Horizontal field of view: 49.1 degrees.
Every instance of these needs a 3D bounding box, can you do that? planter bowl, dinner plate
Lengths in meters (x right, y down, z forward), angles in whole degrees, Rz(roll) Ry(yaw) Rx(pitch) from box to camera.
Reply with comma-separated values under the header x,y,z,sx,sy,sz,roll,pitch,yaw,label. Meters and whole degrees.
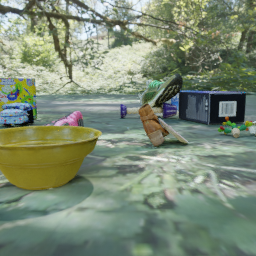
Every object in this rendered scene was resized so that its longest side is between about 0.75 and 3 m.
x,y,z,sx,sy,sz,roll,pitch,yaw,label
-1.081,0.371,3.531,1.511,0.629,1.511,0,9,0,planter bowl
0.966,0.080,6.067,0.817,0.099,0.817,40,7,-6,dinner plate

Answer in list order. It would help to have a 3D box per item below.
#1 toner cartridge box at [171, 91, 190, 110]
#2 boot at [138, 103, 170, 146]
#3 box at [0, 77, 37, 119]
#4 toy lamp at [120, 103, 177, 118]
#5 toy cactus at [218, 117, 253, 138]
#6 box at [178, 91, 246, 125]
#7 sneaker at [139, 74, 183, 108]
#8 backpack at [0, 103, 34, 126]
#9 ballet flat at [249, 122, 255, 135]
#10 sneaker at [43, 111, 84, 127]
x,y,z,sx,sy,sz,roll,pitch,yaw,label
3.228,-1.422,14.582,0.463,1.020,2.147,-9,12,-43,toner cartridge box
0.511,-0.120,6.032,0.417,0.843,1.086,-24,5,21,boot
-4.279,-1.053,10.168,1.597,1.538,0.974,-7,11,-42,box
0.801,-0.667,10.901,2.174,0.633,0.633,-1,8,4,toy lamp
2.666,-0.001,6.933,0.837,0.428,0.690,-2,24,16,toy cactus
2.893,-0.770,9.938,1.484,1.046,2.006,-4,10,-20,box
1.070,-1.487,11.009,1.018,1.173,2.648,-14,-17,-35,sneaker
-3.541,-0.400,8.735,0.922,0.679,1.010,2,10,9,backpack
3.211,0.011,6.884,0.447,0.402,1.187,2,12,20,ballet flat
-1.434,0.079,5.821,0.850,0.704,1.783,-10,5,10,sneaker
